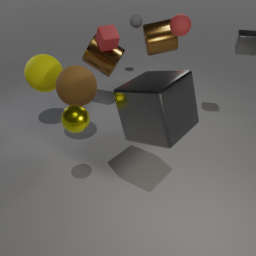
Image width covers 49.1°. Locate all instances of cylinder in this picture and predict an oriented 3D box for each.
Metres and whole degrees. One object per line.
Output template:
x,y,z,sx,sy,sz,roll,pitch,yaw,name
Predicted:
1.466,-4.131,12.800,1.400,1.400,1.400,-11,31,4,cylinder
-1.066,-3.183,12.246,1.400,1.400,1.400,31,32,-8,cylinder

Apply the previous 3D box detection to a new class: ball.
-1.289,-0.224,6.892,0.700,0.700,0.700,0,31,0,ball
0.446,-5.776,15.205,0.700,0.700,0.700,0,31,0,ball
1.709,-3.365,9.158,0.700,0.700,0.700,0,31,0,ball
-3.153,-2.056,10.547,1.400,1.400,1.400,0,31,0,ball
-1.750,-1.422,9.548,1.400,1.400,1.400,0,31,0,ball

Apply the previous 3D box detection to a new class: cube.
-0.822,-3.597,11.203,0.700,0.700,0.700,-15,70,-21,cube
4.374,-3.147,10.312,0.700,0.700,0.700,9,38,13,cube
0.718,-0.519,6.871,1.400,1.400,1.400,9,34,42,cube
